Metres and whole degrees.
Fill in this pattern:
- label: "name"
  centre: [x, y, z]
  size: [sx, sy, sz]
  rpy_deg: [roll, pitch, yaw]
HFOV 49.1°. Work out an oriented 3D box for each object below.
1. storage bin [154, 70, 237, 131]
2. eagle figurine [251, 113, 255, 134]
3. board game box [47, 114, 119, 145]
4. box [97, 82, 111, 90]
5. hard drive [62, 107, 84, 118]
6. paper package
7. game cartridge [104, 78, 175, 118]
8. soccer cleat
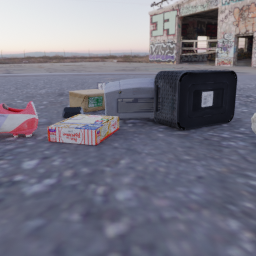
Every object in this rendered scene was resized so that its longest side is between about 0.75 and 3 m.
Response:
- label: "storage bin"
  centre: [2.273, -1.020, 9.371]
  size: [2.632, 1.780, 1.234]
  rpy_deg: [-8, 16, -31]
- label: "eagle figurine"
  centre: [3.254, 0.437, 4.067]
  size: [2.475, 1.868, 1.878]
  rpy_deg: [-14, 7, -11]
- label: "board game box"
  centre: [-1.198, -0.009, 8.066]
  size: [1.407, 0.430, 1.858]
  rpy_deg: [4, 14, 16]
- label: "box"
  centre: [-1.242, -1.931, 14.816]
  size: [0.647, 0.979, 0.561]
  rpy_deg: [11, 20, 40]
- label: "hard drive"
  centre: [-2.160, -0.637, 11.020]
  size: [0.829, 0.260, 1.229]
  rpy_deg: [-2, 14, -9]
- label: "paper package"
  centre: [-1.632, -1.261, 12.469]
  size: [1.536, 0.795, 1.464]
  rpy_deg: [-12, 18, -43]
- label: "game cartridge"
  centre: [0.466, -1.025, 9.924]
  size: [2.581, 1.719, 0.536]
  rpy_deg: [-1, 52, -4]
- label: "soccer cleat"
  centre: [-3.858, -0.228, 7.788]
  size: [2.607, 0.997, 0.869]
  rpy_deg: [-2, 14, -10]
